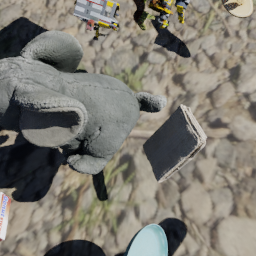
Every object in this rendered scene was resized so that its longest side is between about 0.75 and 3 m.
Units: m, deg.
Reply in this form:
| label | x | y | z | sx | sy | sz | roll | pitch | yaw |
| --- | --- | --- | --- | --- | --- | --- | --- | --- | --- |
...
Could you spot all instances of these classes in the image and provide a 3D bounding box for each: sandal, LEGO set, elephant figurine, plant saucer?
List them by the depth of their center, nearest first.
| label | x | y | z | sx | sy | sz | roll | pitch | yaw |
| --- | --- | --- | --- | --- | --- | --- | --- | --- | --- |
| elephant figurine | -1.246 | -0.421 | 4.297 | 1.991 | 2.814 | 2.183 | 31 | 88 | 41 |
| plant saucer | 0.247 | 2.113 | 4.365 | 0.168 | 1.223 | 1.223 | 0 | 59 | 37 |
| LEGO set | 0.054 | -2.164 | 5.008 | 2.013 | 2.618 | 1.517 | 16 | 105 | -14 |
| sandal | 2.624 | -3.720 | 7.043 | 0.694 | 0.622 | 1.892 | -17 | 78 | 12 |

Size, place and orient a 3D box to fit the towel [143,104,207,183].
| label | x | y | z | sx | sy | sz | roll | pitch | yaw |
| --- | --- | --- | --- | --- | --- | --- | --- | --- | --- |
| towel | 0.813 | 0.295 | 5.157 | 0.232 | 1.344 | 0.891 | 8 | 47 | -38 |

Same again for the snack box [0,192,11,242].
| label | x | y | z | sx | sy | sz | roll | pitch | yaw |
| --- | --- | --- | --- | --- | --- | --- | --- | --- | --- |
| snack box | -2.221 | 1.399 | 3.437 | 1.674 | 0.203 | 0.602 | -27 | 38 | 8 |
